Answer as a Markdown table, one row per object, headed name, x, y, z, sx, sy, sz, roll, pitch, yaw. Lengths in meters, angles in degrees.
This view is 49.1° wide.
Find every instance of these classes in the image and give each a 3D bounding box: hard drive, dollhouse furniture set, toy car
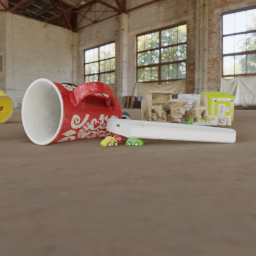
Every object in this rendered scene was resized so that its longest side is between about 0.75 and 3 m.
| name | x | y | z | sx | sy | sz | roll | pitch | yaw |
| --- | --- | --- | --- | --- | --- | --- | --- | --- | --- |
| hard drive | 1.049 | 0.058 | 7.314 | 2.812 | 0.375 | 1.855 | 4 | 3 | -21 |
| dollhouse furniture set | 1.535 | -0.936 | 10.651 | 2.142 | 1.517 | 2.332 | -1 | -10 | -10 |
| dollhouse furniture set | 1.585 | -0.183 | 9.976 | 1.159 | 0.918 | 0.823 | 1 | -11 | 43 |
| toy car | -0.083 | 0.299 | 6.856 | 0.955 | 0.226 | 1.015 | 2 | 5 | 19 |

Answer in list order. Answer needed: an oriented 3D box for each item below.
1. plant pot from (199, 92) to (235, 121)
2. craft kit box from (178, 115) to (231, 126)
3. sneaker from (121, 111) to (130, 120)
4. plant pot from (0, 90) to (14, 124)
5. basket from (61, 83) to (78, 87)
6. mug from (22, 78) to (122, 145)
| name | x | y | z | sx | sy | sz | roll | pitch | yaw |
| --- | --- | --- | --- | --- | --- | --- | --- | --- | --- |
| plant pot | 5.118 | -1.165 | 16.020 | 1.685 | 1.693 | 1.536 | 0 | 12 | -2 |
| craft kit box | 3.122 | -0.321 | 12.254 | 2.023 | 0.497 | 2.048 | 3 | 1 | -4 |
| sneaker | -0.582 | -0.553 | 14.270 | 1.469 | 0.559 | 1.062 | 10 | 16 | 2 |
| plant pot | -7.065 | -1.220 | 14.068 | 2.208 | 2.347 | 2.347 | 19 | 12 | 22 |
| basket | -2.949 | -1.067 | 12.928 | 1.137 | 1.673 | 1.508 | 20 | 31 | 13 |
| mug | -1.190 | -0.366 | 7.544 | 2.137 | 1.606 | 2.407 | 5 | 3 | 36 |
